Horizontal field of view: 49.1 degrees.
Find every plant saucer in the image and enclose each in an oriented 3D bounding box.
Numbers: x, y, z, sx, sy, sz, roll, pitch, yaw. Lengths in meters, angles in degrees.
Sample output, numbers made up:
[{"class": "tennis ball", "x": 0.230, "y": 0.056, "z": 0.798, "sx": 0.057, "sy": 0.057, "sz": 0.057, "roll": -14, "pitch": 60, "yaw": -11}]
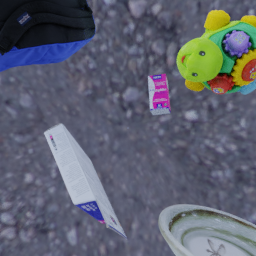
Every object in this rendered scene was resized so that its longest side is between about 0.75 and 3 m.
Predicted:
[{"class": "plant saucer", "x": 2.003, "y": 2.597, "z": 5.865, "sx": 2.947, "sy": 2.947, "sz": 0.740, "roll": 13, "pitch": 99, "yaw": 0}]

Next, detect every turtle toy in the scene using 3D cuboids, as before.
[{"class": "turtle toy", "x": 2.087, "y": -1.476, "z": 6.092, "sx": 2.545, "sy": 1.286, "sz": 1.855, "roll": -3, "pitch": 124, "yaw": -26}]

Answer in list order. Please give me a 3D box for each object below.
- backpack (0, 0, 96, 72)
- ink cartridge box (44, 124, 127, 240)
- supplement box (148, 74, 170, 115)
[{"class": "backpack", "x": -2.227, "y": -2.361, "z": 5.942, "sx": 2.625, "sy": 2.203, "sz": 2.133, "roll": -25, "pitch": 98, "yaw": -39}, {"class": "ink cartridge box", "x": -0.840, "y": 1.315, "z": 5.968, "sx": 0.488, "sy": 2.215, "sz": 2.256, "roll": -26, "pitch": 62, "yaw": -5}, {"class": "supplement box", "x": 0.686, "y": -0.730, "z": 6.160, "sx": 0.406, "sy": 0.414, "sz": 0.801, "roll": -6, "pitch": 76, "yaw": 13}]
